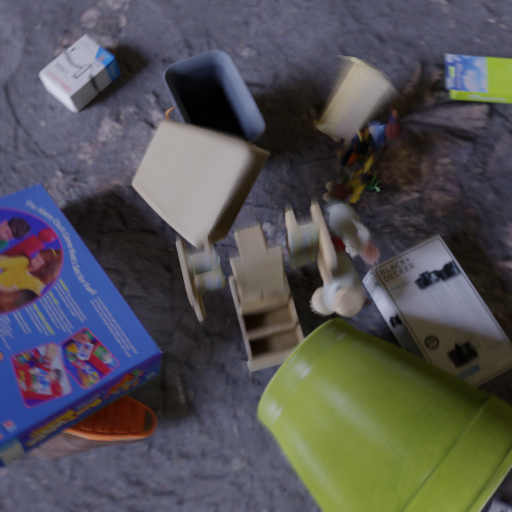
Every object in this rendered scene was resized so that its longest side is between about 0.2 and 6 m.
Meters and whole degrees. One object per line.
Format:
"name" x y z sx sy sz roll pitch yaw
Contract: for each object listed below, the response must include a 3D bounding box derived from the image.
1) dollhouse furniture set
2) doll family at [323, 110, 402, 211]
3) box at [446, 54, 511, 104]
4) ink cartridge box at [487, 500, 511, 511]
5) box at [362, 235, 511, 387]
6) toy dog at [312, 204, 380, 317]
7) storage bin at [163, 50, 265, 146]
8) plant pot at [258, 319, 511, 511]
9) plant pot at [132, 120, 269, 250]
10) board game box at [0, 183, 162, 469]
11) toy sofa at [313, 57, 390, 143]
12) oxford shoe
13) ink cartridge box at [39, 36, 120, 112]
"dollhouse furniture set" 0.146 0.690 9.120 2.232 2.547 1.692 -15 67 -2
"doll family" 2.039 -1.815 10.732 0.863 1.272 2.200 17 93 -5
"box" 4.920 -3.865 12.235 1.603 0.382 0.978 5 71 2
"ink cartridge box" 3.975 4.707 9.310 0.525 0.206 1.109 26 75 9
"box" 3.307 1.141 10.243 1.556 0.802 2.668 -24 72 -8
"toy dog" 1.630 0.179 9.484 0.930 1.274 1.931 4 111 -25
"storage bin" -0.899 -2.614 11.205 1.619 1.494 2.225 -23 71 -8
"plant pot" 1.841 2.711 8.657 3.178 3.301 3.301 39 75 24
"plant pot" -0.989 -1.343 9.436 1.576 1.780 1.778 29 102 5
"board game box" -3.964 0.918 9.551 2.843 0.947 4.229 -28 65 -30
"toy sofa" 1.917 -3.112 11.357 0.778 0.660 1.593 23 112 -22
"oxford shoe" -3.133 2.945 9.629 2.790 1.017 0.995 6 34 -7
"ink cartridge box" -3.814 -3.953 12.168 0.986 0.570 1.351 39 75 13
